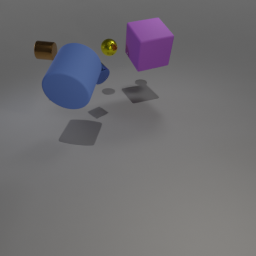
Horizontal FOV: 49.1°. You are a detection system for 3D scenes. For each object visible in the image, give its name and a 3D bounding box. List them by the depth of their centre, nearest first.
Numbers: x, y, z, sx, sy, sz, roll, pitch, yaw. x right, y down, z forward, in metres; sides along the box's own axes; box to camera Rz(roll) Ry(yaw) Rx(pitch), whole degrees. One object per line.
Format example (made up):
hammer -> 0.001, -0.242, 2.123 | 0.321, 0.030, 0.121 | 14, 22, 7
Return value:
cylinder -> -1.607, -1.510, 8.208 | 1.400, 1.400, 1.400 | 6, 51, 9
cylinder -> -1.130, -2.031, 10.003 | 0.700, 0.700, 0.700 | -29, 66, -37
cylinder -> -3.205, -3.022, 10.941 | 0.700, 0.700, 0.700 | 6, 33, 3
cube -> 0.807, -3.329, 11.178 | 1.400, 1.400, 1.400 | -16, 54, -16
ball -> -0.779, -3.328, 11.568 | 0.700, 0.700, 0.700 | 0, 33, 0
